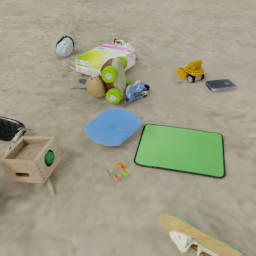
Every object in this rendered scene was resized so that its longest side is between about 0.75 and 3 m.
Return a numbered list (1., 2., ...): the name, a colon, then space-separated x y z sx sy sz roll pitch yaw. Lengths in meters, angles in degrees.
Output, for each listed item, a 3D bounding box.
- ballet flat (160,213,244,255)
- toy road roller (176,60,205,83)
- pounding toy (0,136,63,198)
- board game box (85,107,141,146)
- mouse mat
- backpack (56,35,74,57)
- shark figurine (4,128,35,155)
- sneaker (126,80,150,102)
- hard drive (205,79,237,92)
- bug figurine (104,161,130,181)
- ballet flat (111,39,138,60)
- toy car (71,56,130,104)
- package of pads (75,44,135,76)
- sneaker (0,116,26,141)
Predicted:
1. ballet flat: 1.609 2.727 6.567 2.150 0.738 0.678 20 49 26
2. toy road roller: 3.158 -2.953 13.935 0.864 1.027 1.407 -21 41 -26
3. pounding toy: -2.775 1.147 8.563 1.606 1.142 1.478 0 34 18
4. board game box: -0.526 0.048 10.463 1.643 0.405 2.080 29 51 27
5. mouse mat: 1.841 0.699 9.810 2.974 0.112 2.393 7 37 11
6. backpack: -3.685 -4.723 16.429 0.776 1.022 1.225 19 46 17
7. shark figurine: -3.675 0.612 9.428 0.625 1.498 0.895 29 -6 -23
8. sneaker: 0.451 -1.628 12.469 0.755 0.665 1.694 16 39 25
9. hard drive: 4.391 -2.012 13.310 1.255 0.266 0.846 -7 37 -10
10. bug figurine: -0.335 1.382 8.792 0.797 0.205 0.618 -25 49 -35
11. ballet flat: -0.248 -4.714 16.518 0.818 0.757 2.320 -21 42 -37
12. toy car: -1.291 -2.079 12.349 2.334 1.841 1.917 -1 28 16
13. package of pads: -1.057 -3.496 14.676 2.185 0.964 2.828 18 38 24
14. sneaker: -4.938 -0.230 10.395 2.555 0.967 1.118 4 31 5
